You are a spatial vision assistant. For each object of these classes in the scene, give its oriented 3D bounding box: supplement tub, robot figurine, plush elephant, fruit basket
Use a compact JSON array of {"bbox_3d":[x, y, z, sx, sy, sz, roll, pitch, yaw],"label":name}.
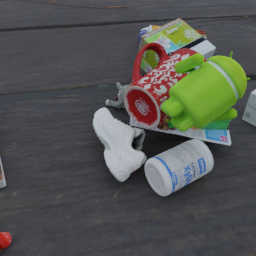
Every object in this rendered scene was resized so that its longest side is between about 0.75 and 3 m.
[{"bbox_3d":[1.270,0.974,7.059,1.509,0.996,0.996,-22,45,-23],"label":"supplement tub"},{"bbox_3d":[1.667,-0.751,5.992,1.911,1.677,1.106,-38,16,2],"label":"robot figurine"},{"bbox_3d":[-0.131,-1.150,9.630,1.183,0.916,0.975,31,49,31],"label":"plush elephant"},{"bbox_3d":[1.559,-0.736,8.534,2.916,1.367,2.701,15,39,-8],"label":"fruit basket"}]

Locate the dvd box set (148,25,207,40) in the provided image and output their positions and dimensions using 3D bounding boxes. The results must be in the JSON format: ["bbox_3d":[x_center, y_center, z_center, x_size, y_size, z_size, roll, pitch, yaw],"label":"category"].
[{"bbox_3d":[2.150,-3.617,12.242,2.601,0.382,1.903,6,60,-1],"label":"dvd box set"}]

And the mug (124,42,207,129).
[{"bbox_3d":[0.846,-1.128,7.435,1.921,1.444,2.164,34,52,24],"label":"mug"}]

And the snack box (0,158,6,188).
[{"bbox_3d":[-4.038,0.819,7.773,0.874,0.295,2.430,-18,43,-20],"label":"snack box"}]

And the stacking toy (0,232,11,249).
[{"bbox_3d":[-2.900,2.581,5.626,0.515,0.515,1.206,25,39,27],"label":"stacking toy"}]

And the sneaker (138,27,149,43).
[{"bbox_3d":[1.505,-4.159,13.256,2.104,0.850,1.215,8,39,7],"label":"sneaker"}]

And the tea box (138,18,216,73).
[{"bbox_3d":[1.754,-2.770,10.664,2.056,1.374,2.023,-33,67,-24],"label":"tea box"}]

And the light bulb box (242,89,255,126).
[{"bbox_3d":[4.343,-0.575,8.841,0.658,1.055,1.046,-29,48,-32],"label":"light bulb box"}]

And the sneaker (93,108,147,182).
[{"bbox_3d":[-0.150,0.254,7.722,1.219,0.956,2.454,-29,52,5],"label":"sneaker"}]
